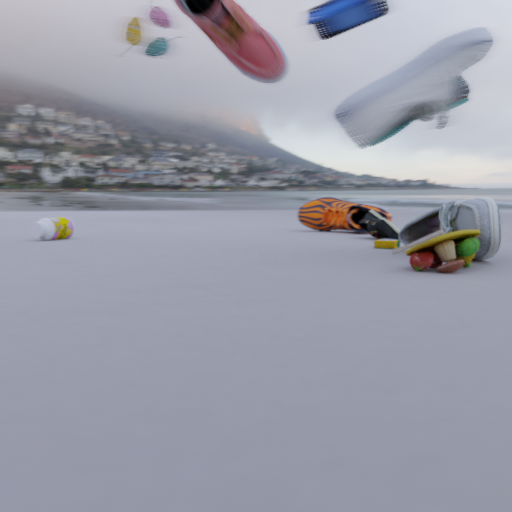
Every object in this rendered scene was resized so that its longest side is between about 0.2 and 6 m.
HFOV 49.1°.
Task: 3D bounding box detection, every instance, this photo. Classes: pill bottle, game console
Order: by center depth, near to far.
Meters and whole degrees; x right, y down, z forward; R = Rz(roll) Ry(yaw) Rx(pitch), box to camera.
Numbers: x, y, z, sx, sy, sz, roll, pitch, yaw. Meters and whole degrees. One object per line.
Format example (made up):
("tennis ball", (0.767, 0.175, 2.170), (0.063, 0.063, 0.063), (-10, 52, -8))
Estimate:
("game console", (1.473, -3.768, 8.832), (1.158, 0.685, 0.989), (-16, -28, 20))
("pill bottle", (-5.221, -0.686, 14.319), (0.576, 0.576, 1.105), (3, 6, 23))

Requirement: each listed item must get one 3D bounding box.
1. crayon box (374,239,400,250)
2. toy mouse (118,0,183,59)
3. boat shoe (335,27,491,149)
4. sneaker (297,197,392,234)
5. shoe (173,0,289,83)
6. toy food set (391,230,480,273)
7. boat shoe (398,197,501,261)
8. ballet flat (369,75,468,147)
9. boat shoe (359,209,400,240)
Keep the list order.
("crayon box", (2.798, -0.249, 12.020), (0.438, 0.180, 0.697), (3, 7, 26))
("toy mouse", (-1.623, -3.640, 9.197), (1.002, 1.127, 0.218), (1, 41, -35))
("boat shoe", (2.627, -2.443, 8.662), (2.635, 1.123, 0.974), (-30, -9, -2))
("sneaker", (2.654, -1.272, 17.266), (2.970, 1.152, 1.664), (1, 5, 15))
("shoe", (-0.361, -2.954, 7.274), (1.823, 0.651, 0.829), (42, 14, 0))
("toy food set", (2.768, 0.019, 8.259), (0.971, 0.539, 1.650), (-27, -16, 40))
("boat shoe", (3.420, -0.431, 9.978), (0.926, 1.064, 2.888), (-7, 2, -4))
("ballet flat", (2.800, -2.813, 10.384), (0.940, 0.940, 2.574), (-3, -5, -25))
("boat shoe", (3.236, -0.672, 14.431), (0.691, 0.592, 1.889), (41, 6, -20))
